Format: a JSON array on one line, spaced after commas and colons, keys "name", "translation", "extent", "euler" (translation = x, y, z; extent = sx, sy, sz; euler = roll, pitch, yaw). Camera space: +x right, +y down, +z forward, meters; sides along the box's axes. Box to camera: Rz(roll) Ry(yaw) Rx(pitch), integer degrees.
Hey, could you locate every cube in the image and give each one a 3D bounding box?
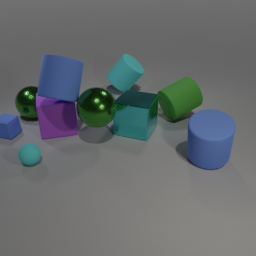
[{"name": "cube", "translation": [-2.792, -0.570, 11.023], "extent": [1.400, 1.400, 1.400], "euler": [-8, 30, -14]}, {"name": "cube", "translation": [-4.652, -0.064, 10.790], "extent": [0.700, 0.700, 0.700], "euler": [6, 32, 15]}, {"name": "cube", "translation": [0.319, -0.538, 10.967], "extent": [1.400, 1.400, 1.400], "euler": [11, 31, 18]}]

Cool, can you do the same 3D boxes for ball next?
[{"name": "ball", "translation": [-1.087, -0.710, 9.733], "extent": [1.400, 1.400, 1.400], "euler": [0, 29, 0]}, {"name": "ball", "translation": [-4.088, -1.093, 11.991], "extent": [1.400, 1.400, 1.400], "euler": [0, 29, 0]}, {"name": "ball", "translation": [-3.212, 0.857, 9.142], "extent": [0.700, 0.700, 0.700], "euler": [0, 29, 0]}]

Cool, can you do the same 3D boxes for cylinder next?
[{"name": "cylinder", "translation": [-0.120, -2.828, 14.449], "extent": [1.400, 1.400, 1.400], "euler": [33, 30, -22]}, {"name": "cylinder", "translation": [-2.332, -1.702, 9.696], "extent": [1.400, 1.400, 1.400], "euler": [9, 6, -1]}, {"name": "cylinder", "translation": [2.193, -1.258, 11.908], "extent": [1.400, 1.400, 1.400], "euler": [-29, 36, -12]}, {"name": "cylinder", "translation": [2.618, 0.360, 8.968], "extent": [1.400, 1.400, 1.400], "euler": [-5, 43, 5]}]
